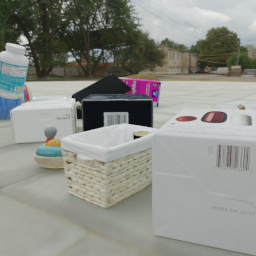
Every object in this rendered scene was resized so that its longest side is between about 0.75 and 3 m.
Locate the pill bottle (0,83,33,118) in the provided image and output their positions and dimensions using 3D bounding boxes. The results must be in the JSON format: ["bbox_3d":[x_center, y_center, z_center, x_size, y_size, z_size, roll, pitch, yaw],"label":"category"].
[{"bbox_3d":[-5.671,-1.158,12.007,2.757,1.547,1.547,-9,15,-36],"label":"pill bottle"}]

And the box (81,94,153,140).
[{"bbox_3d":[-0.321,-0.424,9.065,2.085,1.292,2.050,-1,13,-1],"label":"box"}]

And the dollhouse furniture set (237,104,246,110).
[{"bbox_3d":[3.550,-0.126,8.902,0.941,0.951,0.490,-33,12,7],"label":"dollhouse furniture set"}]

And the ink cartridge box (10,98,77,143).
[{"bbox_3d":[-2.598,-0.315,9.143,1.756,1.014,2.414,-4,13,-7],"label":"ink cartridge box"}]

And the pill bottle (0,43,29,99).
[{"bbox_3d":[-4.025,-1.974,9.716,0.980,1.769,0.980,16,18,-5],"label":"pill bottle"}]

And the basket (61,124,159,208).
[{"bbox_3d":[-0.217,0.584,5.013,1.122,1.021,1.656,10,17,38],"label":"basket"}]

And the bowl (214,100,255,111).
[{"bbox_3d":[4.512,-0.518,10.605,2.380,0.890,2.384,-10,17,-36],"label":"bowl"}]

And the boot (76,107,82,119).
[{"bbox_3d":[-1.988,-0.721,12.403,1.357,0.497,1.022,2,13,-7],"label":"boot"}]

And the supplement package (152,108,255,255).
[{"bbox_3d":[1.500,0.573,4.027,1.864,1.434,1.950,4,14,20],"label":"supplement package"}]

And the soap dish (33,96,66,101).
[{"bbox_3d":[-3.899,-1.156,13.909,1.795,0.729,1.412,-3,12,-13],"label":"soap dish"}]

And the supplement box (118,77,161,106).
[{"bbox_3d":[0.393,-2.126,16.270,2.794,1.414,1.444,4,12,-2],"label":"supplement box"}]

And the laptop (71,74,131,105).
[{"bbox_3d":[-1.604,-1.690,15.328,2.626,1.530,2.963,-31,-2,-20],"label":"laptop"}]

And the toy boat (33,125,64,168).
[{"bbox_3d":[-1.609,0.403,6.538,1.337,0.739,1.590,-8,15,-33],"label":"toy boat"}]
